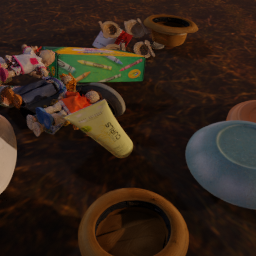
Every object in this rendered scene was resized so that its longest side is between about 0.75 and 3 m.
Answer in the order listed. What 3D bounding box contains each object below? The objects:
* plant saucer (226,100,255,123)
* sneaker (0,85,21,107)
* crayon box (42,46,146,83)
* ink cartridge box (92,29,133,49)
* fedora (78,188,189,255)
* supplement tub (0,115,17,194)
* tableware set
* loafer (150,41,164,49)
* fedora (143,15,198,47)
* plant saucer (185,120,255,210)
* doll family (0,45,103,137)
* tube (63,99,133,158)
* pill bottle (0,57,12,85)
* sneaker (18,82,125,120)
[{"bbox_3d":[4.176,-0.052,7.883,2.674,0.432,2.674,0,38,0],"label":"plant saucer"},{"bbox_3d":[-3.793,-0.970,8.463,0.736,0.657,1.842,-1,9,-5],"label":"sneaker"},{"bbox_3d":[-1.143,-2.116,9.290,2.968,0.864,1.763,-6,23,-29],"label":"crayon box"},{"bbox_3d":[-0.684,-3.761,11.967,1.501,0.428,1.220,34,92,38],"label":"ink cartridge box"},{"bbox_3d":[0.083,1.989,5.068,1.947,0.794,1.947,4,37,-3],"label":"fedora"},{"bbox_3d":[-3.993,0.529,5.988,2.585,1.880,1.880,4,39,4],"label":"supplement tub"},{"bbox_3d":[-0.079,-3.688,11.733,2.444,0.284,2.042,-13,75,-21],"label":"tableware set"},{"bbox_3d":[1.171,-3.694,12.463,0.879,0.307,0.307,0,39,0],"label":"loafer"},{"bbox_3d":[1.886,-4.376,12.748,2.488,1.015,2.488,5,37,-4],"label":"fedora"},{"bbox_3d":[2.751,0.562,6.498,2.765,0.532,2.765,-2,41,2],"label":"plant saucer"},{"bbox_3d":[-1.847,-0.801,6.896,1.807,1.312,2.912,-28,61,-39],"label":"doll family"},{"bbox_3d":[-0.488,0.083,6.118,0.585,2.252,0.653,25,77,27],"label":"tube"},{"bbox_3d":[-4.971,-1.674,9.355,1.854,1.074,1.074,-30,48,-31],"label":"pill bottle"},{"bbox_3d":[-1.622,-0.496,8.033,2.990,1.118,1.588,11,44,30],"label":"sneaker"}]
